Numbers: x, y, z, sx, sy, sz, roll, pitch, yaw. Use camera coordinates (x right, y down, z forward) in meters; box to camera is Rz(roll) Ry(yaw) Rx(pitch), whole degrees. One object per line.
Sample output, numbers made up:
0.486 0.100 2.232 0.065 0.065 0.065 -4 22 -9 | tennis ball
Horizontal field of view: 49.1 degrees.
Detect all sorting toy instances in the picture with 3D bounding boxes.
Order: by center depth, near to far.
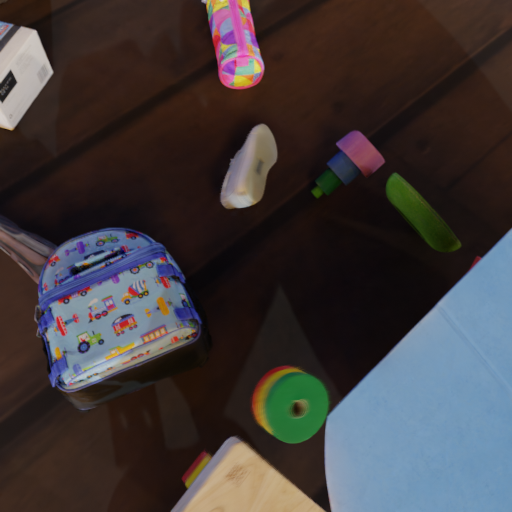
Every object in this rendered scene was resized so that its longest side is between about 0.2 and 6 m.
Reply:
-0.368 3.228 5.651 2.010 0.705 4.169 45 75 -20 | sorting toy
2.246 -0.055 8.453 1.470 1.480 4.269 -42 64 12 | sorting toy

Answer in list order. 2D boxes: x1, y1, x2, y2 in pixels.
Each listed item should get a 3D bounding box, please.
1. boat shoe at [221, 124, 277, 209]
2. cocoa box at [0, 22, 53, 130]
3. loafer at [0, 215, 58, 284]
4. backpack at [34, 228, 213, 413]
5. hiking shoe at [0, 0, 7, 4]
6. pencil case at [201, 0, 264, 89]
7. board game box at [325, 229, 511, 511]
-0.168 -1.485 9.218 0.672 0.658 1.887 -16 39 31 | boat shoe
-4.584 -3.238 9.978 1.023 1.040 1.560 17 63 9 | cocoa box
-3.917 -0.235 8.597 2.004 0.720 0.631 27 90 11 | loafer
-1.934 0.592 7.663 2.168 1.598 2.375 -20 63 -9 | backpack
-5.332 -6.140 11.086 3.577 1.800 1.354 -37 68 -18 | hiking shoe
-0.427 -4.163 10.551 0.932 0.932 2.109 -9 64 -5 | pencil case
3.219 2.121 6.743 5.288 1.030 4.178 -42 96 -12 | board game box
